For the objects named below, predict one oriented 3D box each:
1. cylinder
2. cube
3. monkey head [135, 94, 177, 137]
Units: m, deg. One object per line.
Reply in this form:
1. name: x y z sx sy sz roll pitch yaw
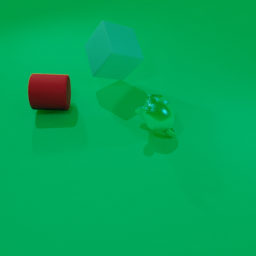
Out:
1. cylinder: -2.476 -1.145 8.980 1.146 1.146 1.146 1 42 -4
2. cube: -0.490 -2.549 9.436 1.309 1.309 1.309 -1 66 -38
3. monkey head: 0.739 -0.336 8.199 1.191 1.656 0.998 -25 44 40
